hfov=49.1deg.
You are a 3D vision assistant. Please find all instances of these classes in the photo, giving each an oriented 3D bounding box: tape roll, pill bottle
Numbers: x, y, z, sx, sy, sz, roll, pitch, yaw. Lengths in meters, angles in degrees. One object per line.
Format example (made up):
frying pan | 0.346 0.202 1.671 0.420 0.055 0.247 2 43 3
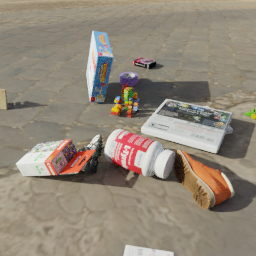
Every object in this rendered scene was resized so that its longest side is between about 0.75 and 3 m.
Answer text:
tape roll | 0.042 -2.719 15.454 0.999 0.424 0.999 0 32 0
pill bottle | 0.397 0.870 9.167 2.112 1.185 1.185 18 37 26

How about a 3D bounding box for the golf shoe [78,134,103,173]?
golf shoe | -1.356 0.792 9.756 0.858 0.706 1.816 4 32 6

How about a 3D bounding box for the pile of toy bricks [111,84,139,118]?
pile of toy bricks | -0.028 -1.407 12.835 1.174 1.044 2.116 9 34 14

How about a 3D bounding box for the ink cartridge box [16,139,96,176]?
ink cartridge box | -2.313 0.930 9.011 2.269 0.571 1.236 -8 27 28

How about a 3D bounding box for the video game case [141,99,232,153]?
video game case | 2.406 -0.203 11.172 2.935 0.343 2.669 15 37 24

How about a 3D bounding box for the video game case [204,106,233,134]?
video game case | 2.857 -0.236 11.743 2.223 0.263 2.023 -9 34 -14

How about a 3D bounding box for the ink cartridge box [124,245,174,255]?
ink cartridge box | 0.414 3.146 6.012 1.065 0.777 0.781 6 33 9

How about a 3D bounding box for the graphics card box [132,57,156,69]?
graphics card box | 1.029 -4.098 17.679 1.313 0.334 0.824 24 39 31

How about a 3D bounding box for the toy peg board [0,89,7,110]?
toy peg board | -5.989 -1.393 13.018 0.929 0.933 0.456 5 18 8

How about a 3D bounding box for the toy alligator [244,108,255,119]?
toy alligator | 5.891 -0.565 12.099 1.582 0.429 0.469 18 37 25

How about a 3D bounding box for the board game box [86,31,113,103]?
board game box | -1.428 -2.949 13.486 0.703 2.464 2.516 3 42 -16

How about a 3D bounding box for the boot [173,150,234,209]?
boot | 2.265 1.451 8.721 1.192 0.834 2.224 -11 42 -23
